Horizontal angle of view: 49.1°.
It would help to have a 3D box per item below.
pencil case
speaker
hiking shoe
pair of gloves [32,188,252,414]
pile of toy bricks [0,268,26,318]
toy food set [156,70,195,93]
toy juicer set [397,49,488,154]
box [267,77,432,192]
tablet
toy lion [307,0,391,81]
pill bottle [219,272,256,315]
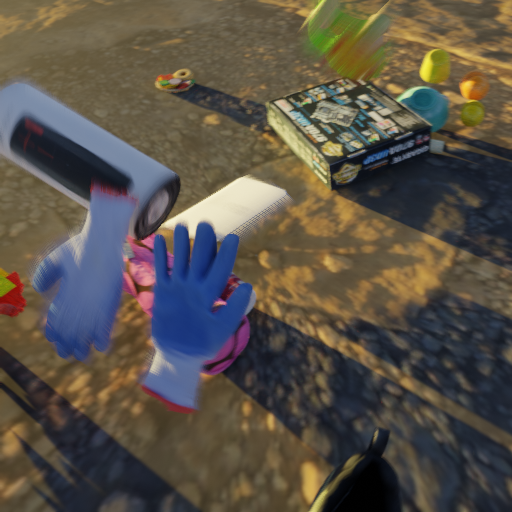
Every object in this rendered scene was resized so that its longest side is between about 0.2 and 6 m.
[{"bbox_3d":[-1.153,0.510,7.554,1.085,1.120,2.390,-36,52,-25],"label":"pencil case"},{"bbox_3d":[-2.384,-1.305,7.672,2.610,1.060,1.060,32,48,9],"label":"speaker"},{"bbox_3d":[0.593,2.914,4.528,1.146,1.524,3.027,10,42,11],"label":"hiking shoe"},{"bbox_3d":[-1.475,0.446,6.673,2.821,2.268,0.321,20,7,18],"label":"pair of gloves"},{"bbox_3d":[-3.970,1.261,6.772,1.421,1.596,2.878,36,29,-2],"label":"pile of toy bricks"},{"bbox_3d":[-1.965,-4.251,13.647,0.943,0.229,0.934,-8,42,-9],"label":"toy food set"},{"bbox_3d":[3.763,-2.950,11.849,1.803,0.771,2.834,33,76,21],"label":"toy juicer set"},{"bbox_3d":[1.778,-2.610,11.258,2.218,0.642,2.790,-22,45,-12],"label":"box"},{"bbox_3d":[-0.490,-0.793,9.297,1.173,0.123,1.803,23,47,40],"label":"tablet"},{"bbox_3d":[1.559,-3.611,9.569,1.477,1.415,0.507,23,72,-1],"label":"toy lion"},{"bbox_3d":[-0.487,0.464,8.071,0.528,0.528,0.926,-30,49,-29],"label":"pill bottle"}]
